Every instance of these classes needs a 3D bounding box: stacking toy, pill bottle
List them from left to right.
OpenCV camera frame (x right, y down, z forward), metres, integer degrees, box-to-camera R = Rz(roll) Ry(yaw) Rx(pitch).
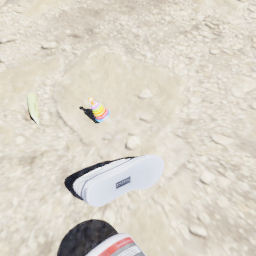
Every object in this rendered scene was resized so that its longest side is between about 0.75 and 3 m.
[{"bbox_3d":[-0.915,-0.603,8.163,0.474,0.817,0.448,-41,42,-9],"label":"stacking toy"},{"bbox_3d":[0.217,3.218,4.686,1.476,1.476,2.547,-31,57,-24],"label":"pill bottle"}]

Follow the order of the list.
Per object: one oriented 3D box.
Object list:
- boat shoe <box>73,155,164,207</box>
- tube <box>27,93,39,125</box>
[{"bbox_3d":[-0.153,1.074,6.610,2.394,0.881,0.782,-8,17,-41],"label":"boat shoe"},{"bbox_3d":[-2.956,-0.615,8.769,0.353,0.315,1.215,15,34,-35],"label":"tube"}]
